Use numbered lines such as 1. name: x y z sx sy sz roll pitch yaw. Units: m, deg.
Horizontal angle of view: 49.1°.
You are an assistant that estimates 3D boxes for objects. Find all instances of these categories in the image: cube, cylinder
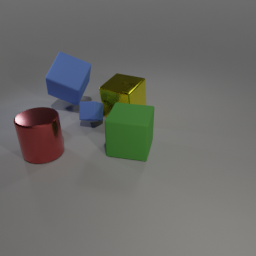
1. cube: -2.471 -2.032 11.722 1.400 1.400 1.400 21 67 -3
2. cylinder: -2.903 0.222 9.272 1.400 1.400 1.400 -1 30 1
3. cube: -1.434 -0.652 10.994 0.700 0.700 0.700 0 -2 21
4. cube: -0.171 -1.258 11.596 1.400 1.400 1.400 15 42 25
5. cube: 0.086 0.098 9.513 1.400 1.400 1.400 7 31 11
